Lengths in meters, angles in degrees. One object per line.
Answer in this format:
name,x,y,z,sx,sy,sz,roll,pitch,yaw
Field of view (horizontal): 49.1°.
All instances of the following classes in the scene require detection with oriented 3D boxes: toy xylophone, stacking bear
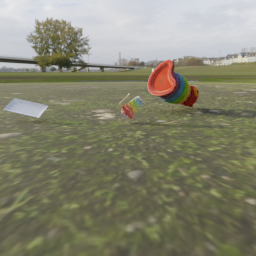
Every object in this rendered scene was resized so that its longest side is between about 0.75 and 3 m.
toy xylophone,0.079,-0.727,9.141,0.630,0.860,0.216,43,-12,-21
stacking bear,2.140,-1.635,12.050,1.400,1.495,2.461,-24,-31,39

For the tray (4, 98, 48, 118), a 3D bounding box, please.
tray,-3.421,-0.638,9.444,1.276,0.141,0.685,13,42,8
